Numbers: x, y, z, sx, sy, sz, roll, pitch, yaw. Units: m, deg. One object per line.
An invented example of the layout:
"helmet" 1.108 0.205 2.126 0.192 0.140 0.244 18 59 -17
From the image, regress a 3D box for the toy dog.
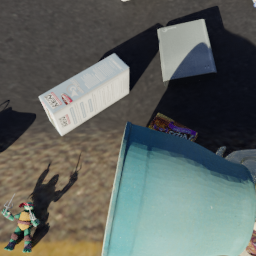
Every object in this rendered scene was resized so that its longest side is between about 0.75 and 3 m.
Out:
"toy dog" 3.258 0.947 6.560 1.977 1.379 1.917 -25 35 -13

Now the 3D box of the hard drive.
"hard drive" 1.749 -2.333 8.583 1.508 0.355 2.161 -9 60 12

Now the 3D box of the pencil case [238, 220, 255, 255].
"pencil case" 2.331 3.113 5.336 1.183 1.029 2.646 13 60 23

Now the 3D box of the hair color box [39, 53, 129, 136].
"hair color box" -1.074 -0.898 7.539 2.334 1.155 0.708 -35 66 -18

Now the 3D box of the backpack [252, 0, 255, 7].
"backpack" 5.200 -4.990 9.506 1.846 1.758 1.422 -13 61 -9

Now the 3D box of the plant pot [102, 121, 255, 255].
"plant pot" 0.948 1.362 5.514 2.462 2.620 2.620 10 61 0

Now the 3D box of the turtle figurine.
"turtle figurine" -2.298 2.081 6.194 0.885 0.595 1.182 1 75 16

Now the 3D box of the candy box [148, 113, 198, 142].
"candy box" 1.140 0.179 7.407 1.199 0.339 0.700 29 65 17
